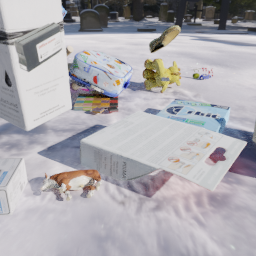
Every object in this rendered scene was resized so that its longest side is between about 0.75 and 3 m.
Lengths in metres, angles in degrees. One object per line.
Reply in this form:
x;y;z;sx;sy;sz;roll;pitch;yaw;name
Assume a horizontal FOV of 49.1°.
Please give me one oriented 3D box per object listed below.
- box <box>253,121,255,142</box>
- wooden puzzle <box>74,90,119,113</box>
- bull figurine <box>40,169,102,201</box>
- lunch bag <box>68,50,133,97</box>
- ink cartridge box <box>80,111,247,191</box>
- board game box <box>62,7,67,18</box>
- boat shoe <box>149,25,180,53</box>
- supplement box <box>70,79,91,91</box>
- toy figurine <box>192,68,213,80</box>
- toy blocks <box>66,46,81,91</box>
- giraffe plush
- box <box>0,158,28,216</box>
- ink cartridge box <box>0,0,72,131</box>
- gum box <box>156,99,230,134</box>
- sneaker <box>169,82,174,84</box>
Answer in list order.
4.093;0.320;6.282;1.189;0.974;2.505;-4;23;-10;box
-1.139;-0.980;10.418;1.558;0.185;2.628;-1;23;-2;wooden puzzle
-1.062;1.050;5.336;1.175;0.383;0.713;-9;26;-19;bull figurine
-0.966;-2.219;11.342;2.317;1.092;2.891;26;25;1;lunch bag
0.802;0.538;6.274;2.970;0.702;2.377;18;28;30;ink cartridge box
-3.005;-4.140;8.303;1.924;0.466;2.544;32;8;-4;board game box
1.445;-3.395;10.955;0.521;1.455;0.554;31;45;-31;boat shoe
-2.004;-1.999;12.245;0.902;0.466;0.456;16;-17;30;supplement box
3.797;-2.667;14.046;1.034;0.545;0.620;1;28;5;toy figurine
-3.423;-2.152;11.866;1.948;2.314;2.162;-23;-11;42;toy blocks
1.634;-2.344;12.197;1.360;1.447;1.677;-18;37;-37;giraffe plush
-2.929;1.058;5.061;1.878;0.565;1.095;-1;23;-3;box
-2.297;-1.706;5.171;2.100;2.904;1.223;21;37;29;ink cartridge box
1.896;-0.250;8.284;1.820;0.477;2.142;12;25;26;gum box
1.650;-2.293;13.171;1.265;0.474;0.570;-13;32;-30;sneaker
